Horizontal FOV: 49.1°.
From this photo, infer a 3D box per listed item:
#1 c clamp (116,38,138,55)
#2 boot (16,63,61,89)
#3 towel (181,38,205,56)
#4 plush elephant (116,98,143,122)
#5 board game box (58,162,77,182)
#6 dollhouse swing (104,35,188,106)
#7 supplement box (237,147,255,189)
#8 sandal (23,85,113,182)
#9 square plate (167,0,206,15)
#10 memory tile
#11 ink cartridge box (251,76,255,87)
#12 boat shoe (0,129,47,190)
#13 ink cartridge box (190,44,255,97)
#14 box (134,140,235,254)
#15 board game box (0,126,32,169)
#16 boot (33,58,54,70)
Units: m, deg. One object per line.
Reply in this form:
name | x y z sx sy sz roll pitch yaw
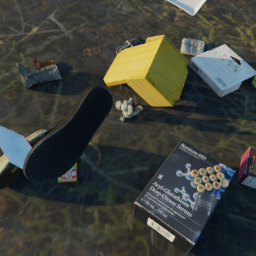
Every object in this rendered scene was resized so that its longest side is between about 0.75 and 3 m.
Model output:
c clamp | 0.216 -3.670 13.440 1.428 0.226 1.671 -24 60 -15
boot | -3.983 -2.529 12.466 1.627 0.590 1.479 -26 74 -8
towel | 3.177 -3.951 13.645 1.112 0.199 1.155 12 56 8
plush elephant | -0.003 -0.826 11.196 0.857 0.805 1.040 29 61 18
board game box | -2.186 1.312 10.165 0.634 0.199 1.328 -4 54 -4
dollhouse swing | 0.792 -2.300 12.350 2.477 2.396 2.726 40 54 -26
supplement box | 4.915 1.580 9.561 1.990 0.852 1.098 18 58 12
sandal | -1.314 0.129 6.315 0.620 0.974 2.592 13 58 52
square plate | 2.002 -4.499 9.252 1.427 0.203 1.414 38 82 15
memory tile | 2.432 1.507 8.339 0.968 0.081 0.742 -10 56 -8
ink cartridge box | 6.465 -1.781 11.910 1.349 0.691 1.825 -26 61 -17
boat shoe | -3.966 0.914 10.029 1.011 0.951 2.655 29 60 31
ink cartridge box | 4.258 -2.643 12.601 1.979 0.497 2.281 -25 60 -16
box | 1.752 2.115 8.854 1.998 1.441 2.692 31 61 19
board game box | -2.447 0.452 6.426 1.363 1.077 0.265 18 37 29
boot | -3.906 -3.046 12.990 0.856 0.293 0.806 -21 59 -14
